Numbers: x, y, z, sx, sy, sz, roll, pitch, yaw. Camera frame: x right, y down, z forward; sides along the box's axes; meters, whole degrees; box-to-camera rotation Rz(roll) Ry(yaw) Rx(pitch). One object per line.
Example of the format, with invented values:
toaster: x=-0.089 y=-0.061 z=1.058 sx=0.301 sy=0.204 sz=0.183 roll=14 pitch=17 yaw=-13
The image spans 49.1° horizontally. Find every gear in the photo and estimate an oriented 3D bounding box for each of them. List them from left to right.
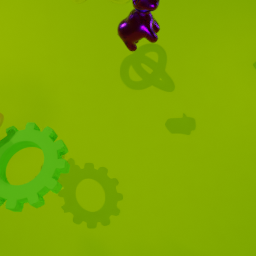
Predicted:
gear: x=-2.100 y=0.752 z=5.684 sx=1.774 sy=0.328 sz=1.774 roll=-2 pitch=63 yaw=5

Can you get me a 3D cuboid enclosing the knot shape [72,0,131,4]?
knot shape: x=-0.612 y=-3.185 z=5.757 sx=1.591 sy=0.786 sz=1.700 roll=-31 pitch=78 yaw=31

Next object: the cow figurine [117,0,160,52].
cow figurine: x=0.151 y=-1.885 z=4.770 sx=1.018 sy=1.001 sz=0.559 roll=-16 pitch=46 yaw=34

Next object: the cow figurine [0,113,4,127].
cow figurine: x=-3.105 y=0.169 z=5.706 sx=0.729 sy=1.329 sz=1.307 roll=30 pitch=94 yaw=-1
